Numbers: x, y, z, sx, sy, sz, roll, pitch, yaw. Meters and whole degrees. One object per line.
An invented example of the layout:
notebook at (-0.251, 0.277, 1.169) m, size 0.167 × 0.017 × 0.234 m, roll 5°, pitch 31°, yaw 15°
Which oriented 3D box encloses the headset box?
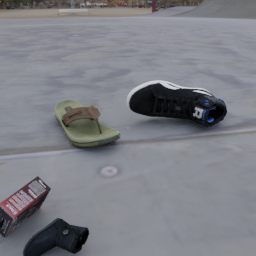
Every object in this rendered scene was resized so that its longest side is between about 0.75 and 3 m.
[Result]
headset box at (-1.760, 1.294, 4.539) m, size 0.337 × 0.669 × 0.899 m, roll 40°, pitch 36°, yaw 8°

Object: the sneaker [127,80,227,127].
sneaker at (1.512, -0.663, 7.938) m, size 2.851 × 1.042 × 1.595 m, roll -2°, pitch 23°, yaw -18°

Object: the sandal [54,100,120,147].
sandal at (-1.296, -0.285, 7.622) m, size 1.135 × 0.816 × 2.859 m, roll -18°, pitch 35°, yaw -32°

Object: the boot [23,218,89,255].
boot at (-1.024, 1.670, 4.068) m, size 0.668 × 0.304 × 0.796 m, roll 5°, pitch 28°, yaw 36°
